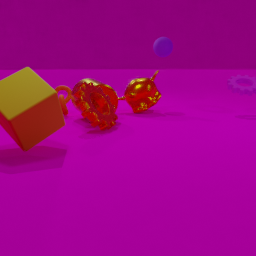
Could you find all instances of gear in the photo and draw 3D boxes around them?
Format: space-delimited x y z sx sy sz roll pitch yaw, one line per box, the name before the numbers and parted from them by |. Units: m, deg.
gear | 3.925 -1.457 9.469 1.090 0.202 1.090 -3 38 2
gear | -0.819 -0.582 7.380 0.251 1.359 1.359 -33 -2 26

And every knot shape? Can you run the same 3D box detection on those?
knot shape | -2.250 -0.844 9.469 0.492 1.066 0.997 17 22 -39

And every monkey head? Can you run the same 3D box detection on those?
monkey head | 0.488 -1.210 10.127 1.928 1.162 1.387 -33 1 4

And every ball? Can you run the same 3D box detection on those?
ball | 1.318 -3.034 10.512 0.737 0.737 0.737 0 13 0

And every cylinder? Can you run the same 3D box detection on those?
cylinder | -1.043 -0.877 8.641 1.147 1.147 1.147 -7 20 -28

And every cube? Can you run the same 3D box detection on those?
cube | -1.988 -0.367 5.480 1.004 1.004 1.004 -37 62 -25
